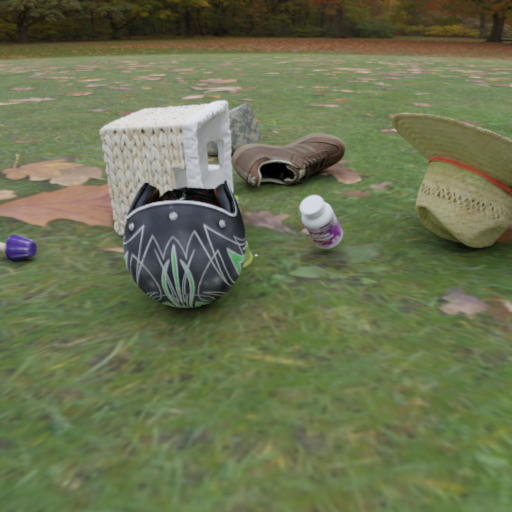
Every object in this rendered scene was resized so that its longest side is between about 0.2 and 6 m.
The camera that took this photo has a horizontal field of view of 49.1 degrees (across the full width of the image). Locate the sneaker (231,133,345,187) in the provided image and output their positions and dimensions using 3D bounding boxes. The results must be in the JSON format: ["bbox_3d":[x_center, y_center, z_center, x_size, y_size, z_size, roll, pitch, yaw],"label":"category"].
[{"bbox_3d":[1.022,-2.276,14.363,3.244,1.143,1.225,-12,49,-22],"label":"sneaker"}]

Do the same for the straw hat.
[{"bbox_3d":[3.916,-1.059,10.398,3.885,1.644,3.885,24,4,-2],"label":"straw hat"}]

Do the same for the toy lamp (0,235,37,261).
[{"bbox_3d":[-4.835,-0.173,10.158,1.695,0.493,0.493,4,25,7],"label":"toy lamp"}]

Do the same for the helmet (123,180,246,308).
[{"bbox_3d":[-1.055,-0.181,8.359,2.008,2.008,1.914,0,37,0],"label":"helmet"}]

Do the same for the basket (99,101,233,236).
[{"bbox_3d":[-1.658,-1.779,11.391,1.939,2.389,2.411,4,25,13],"label":"basket"}]

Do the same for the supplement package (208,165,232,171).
[{"bbox_3d":[-0.970,-1.713,13.298,0.625,0.627,1.069,4,25,9],"label":"supplement package"}]

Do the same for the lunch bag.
[{"bbox_3d":[-0.878,-3.765,17.040,1.565,1.300,1.866,-15,19,19],"label":"lunch bag"}]

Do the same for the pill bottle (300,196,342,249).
[{"bbox_3d":[1.151,-0.611,10.040,0.567,1.011,0.567,-15,51,19],"label":"pill bottle"}]

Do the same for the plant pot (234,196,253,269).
[{"bbox_3d":[-0.689,-0.485,9.980,1.251,1.188,1.251,0,23,0],"label":"plant pot"}]
